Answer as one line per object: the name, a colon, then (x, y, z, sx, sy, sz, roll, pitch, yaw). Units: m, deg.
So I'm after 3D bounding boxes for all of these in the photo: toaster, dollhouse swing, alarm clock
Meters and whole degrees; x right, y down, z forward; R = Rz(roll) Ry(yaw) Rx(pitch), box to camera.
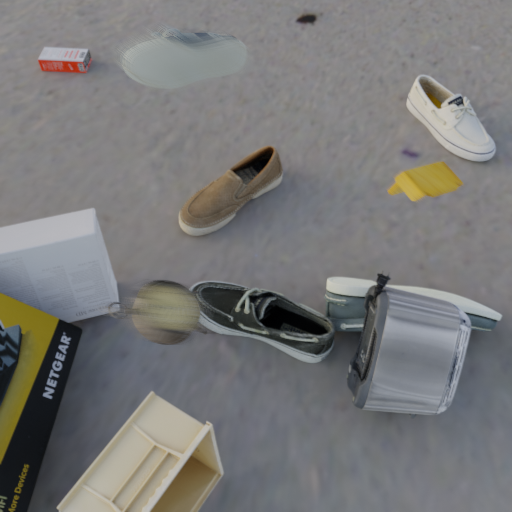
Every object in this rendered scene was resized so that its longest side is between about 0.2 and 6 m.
toaster: (2.047, 1.226, 7.611, 1.269, 1.965, 1.117, 10, 10, 0)
dollhouse swing: (2.495, -0.986, 8.424, 0.770, 0.677, 0.699, -17, 58, -24)
alarm clock: (-1.038, 0.589, 5.806, 1.000, 0.333, 0.675, 8, 46, -29)

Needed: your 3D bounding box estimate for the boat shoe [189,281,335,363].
boat shoe: (0.050, 0.822, 8.472, 2.408, 0.767, 0.851, 18, 56, 12)

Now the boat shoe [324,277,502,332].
boat shoe: (2.338, 0.917, 8.556, 2.671, 0.972, 0.825, 9, 98, -2)

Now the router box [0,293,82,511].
router box: (-3.827, 1.919, 6.687, 2.604, 0.865, 3.312, 32, 47, -32)

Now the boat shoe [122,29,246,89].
boat shoe: (-1.083, -2.932, 8.182, 1.915, 0.717, 0.592, -21, 41, -24)

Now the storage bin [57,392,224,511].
storage bin: (-1.274, 2.770, 6.437, 0.837, 1.786, 1.773, 27, 59, 20)

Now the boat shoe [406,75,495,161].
boat shoe: (3.885, -2.797, 11.086, 0.803, 0.791, 2.264, -23, 57, -16)

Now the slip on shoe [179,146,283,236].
slip on shoe: (-0.438, -1.206, 9.995, 2.268, 0.687, 0.862, -32, 60, -21)

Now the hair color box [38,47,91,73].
hair color box: (-4.275, -4.386, 12.538, 1.024, 0.313, 0.520, 4, 54, 4)

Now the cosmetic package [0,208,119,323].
cosmetic package: (-3.964, 0.448, 8.240, 3.553, 1.466, 0.900, -13, 33, -10)
